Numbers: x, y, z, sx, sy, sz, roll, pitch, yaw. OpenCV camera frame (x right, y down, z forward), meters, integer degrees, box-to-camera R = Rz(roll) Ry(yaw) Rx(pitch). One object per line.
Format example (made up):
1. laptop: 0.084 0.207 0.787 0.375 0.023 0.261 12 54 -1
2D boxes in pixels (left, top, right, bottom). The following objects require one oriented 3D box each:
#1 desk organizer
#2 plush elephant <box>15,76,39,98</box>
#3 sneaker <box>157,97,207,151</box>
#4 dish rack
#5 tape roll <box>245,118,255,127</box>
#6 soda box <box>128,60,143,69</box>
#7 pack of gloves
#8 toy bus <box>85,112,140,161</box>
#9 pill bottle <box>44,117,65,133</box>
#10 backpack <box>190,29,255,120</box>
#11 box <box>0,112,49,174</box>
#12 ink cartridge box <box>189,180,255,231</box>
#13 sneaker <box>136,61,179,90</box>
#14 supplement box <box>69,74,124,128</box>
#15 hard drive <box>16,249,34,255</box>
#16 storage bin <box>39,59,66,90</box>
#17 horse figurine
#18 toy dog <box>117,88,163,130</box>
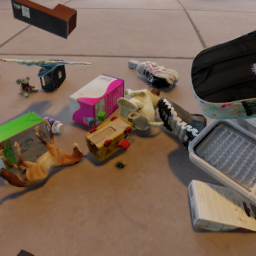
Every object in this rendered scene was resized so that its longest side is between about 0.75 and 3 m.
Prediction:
1. desk organizer: -2.801 -3.859 9.488 2.030 0.728 0.781 23 54 4
2. plush elephant: -4.734 -1.991 12.952 0.970 0.751 0.799 25 43 30
3. sneaker: 2.180 -0.202 10.378 1.297 0.953 2.868 -13 44 -24
4. dish rack: 3.438 1.042 8.560 2.915 0.635 2.501 36 49 22
5. tape roll: 5.737 -1.572 10.471 2.084 3.035 3.035 -16 39 -20
6. soda box: 0.550 -3.384 15.186 1.104 0.350 0.377 22 42 27
7. pack of gloves: -3.178 -2.194 10.321 2.497 0.587 2.973 6 12 23
8. toy bus: -0.532 0.333 9.621 1.833 0.947 1.730 1 42 5
9. pill bottle: -2.821 -0.081 10.596 0.832 0.464 0.464 18 40 24
10. backpack: 3.166 -1.381 7.969 2.639 1.987 2.342 -10 61 19
11. box: -3.446 0.506 8.981 0.783 1.430 1.620 28 44 34
12. ink cartridge box: 2.572 2.202 7.712 1.690 0.424 1.370 16 35 -7
13. sneaker: 1.176 -2.454 13.472 2.273 0.884 1.590 18 39 24
14. supplement box: -1.207 -1.152 11.456 1.157 1.182 2.287 20 40 24
15. hard drive: -2.206 3.599 5.670 1.351 0.366 1.934 13 38 17
16. storage bin: -3.611 -2.583 13.534 0.708 1.021 1.510 6 37 8
17. horse figurine: -2.704 0.948 8.560 0.651 1.729 2.609 -11 24 48
18. toy dog: 0.594 -0.874 10.943 1.938 1.395 1.999 13 36 18
